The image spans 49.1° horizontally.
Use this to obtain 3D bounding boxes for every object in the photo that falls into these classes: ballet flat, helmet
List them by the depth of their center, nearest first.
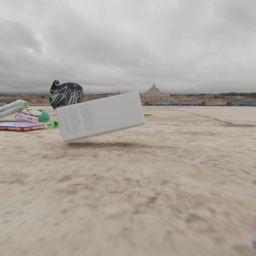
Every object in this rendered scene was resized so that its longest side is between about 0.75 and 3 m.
[{"bbox_3d":[-4.426,-0.656,12.721,1.814,0.611,0.638,4,-31,15],"label":"ballet flat"},{"bbox_3d":[-4.014,-2.028,18.389,2.374,2.374,2.263,-3,27,-31],"label":"helmet"}]

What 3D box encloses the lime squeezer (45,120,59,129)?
[{"bbox_3d":[-2.684,-0.135,9.967,0.479,0.256,1.357,-1,6,-12],"label":"lime squeezer"}]

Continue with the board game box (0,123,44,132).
[{"bbox_3d":[-3.810,-0.040,9.295,1.834,0.178,0.944,2,7,25],"label":"board game box"}]

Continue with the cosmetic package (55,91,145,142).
[{"bbox_3d":[-0.570,-0.209,6.041,1.727,0.733,0.929,-14,-3,-7],"label":"cosmetic package"}]

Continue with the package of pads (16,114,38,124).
[{"bbox_3d":[-4.058,-0.365,11.265,0.795,0.301,0.479,12,3,-32],"label":"package of pads"}]

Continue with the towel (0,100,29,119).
[{"bbox_3d":[-5.614,-0.801,12.920,1.899,0.457,1.625,-24,7,-6],"label":"towel"}]

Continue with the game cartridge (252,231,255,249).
[{"bbox_3d":[1.362,0.699,1.767,1.006,0.204,0.671,-4,11,-37],"label":"game cartridge"}]

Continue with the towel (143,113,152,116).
[{"bbox_3d":[0.484,-0.850,17.599,1.326,0.203,1.738,-5,6,-43],"label":"towel"}]
